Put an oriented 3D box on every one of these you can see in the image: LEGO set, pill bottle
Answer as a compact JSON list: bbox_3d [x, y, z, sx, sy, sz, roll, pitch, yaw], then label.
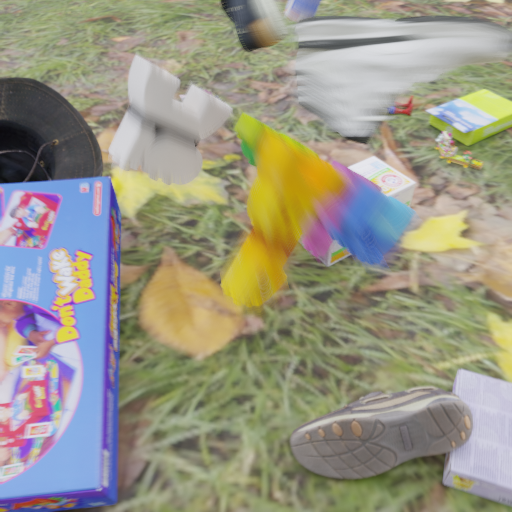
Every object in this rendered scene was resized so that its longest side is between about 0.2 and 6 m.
[{"bbox_3d":[0.229,-0.334,5.505,3.602,1.478,1.374,15,21,-47],"label":"LEGO set"},{"bbox_3d":[4.173,-2.233,11.649,0.566,0.458,1.230,-17,45,-18],"label":"LEGO set"},{"bbox_3d":[0.942,-4.775,10.171,0.552,0.984,0.552,16,39,-14],"label":"pill bottle"}]

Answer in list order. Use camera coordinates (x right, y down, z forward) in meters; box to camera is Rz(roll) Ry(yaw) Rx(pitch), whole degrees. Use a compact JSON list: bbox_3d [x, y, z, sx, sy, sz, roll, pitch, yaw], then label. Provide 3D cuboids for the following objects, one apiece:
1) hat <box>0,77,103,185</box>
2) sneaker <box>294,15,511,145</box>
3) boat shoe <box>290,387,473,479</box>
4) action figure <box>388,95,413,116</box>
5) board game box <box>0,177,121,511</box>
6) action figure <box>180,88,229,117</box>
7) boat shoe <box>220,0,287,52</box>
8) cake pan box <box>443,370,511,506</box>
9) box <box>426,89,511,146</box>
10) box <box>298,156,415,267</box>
[{"bbox_3d":[-4.409,-1.227,9.737,3.879,1.565,3.879,1,61,-2],"label":"hat"},{"bbox_3d":[1.595,-1.949,6.360,2.362,1.359,0.891,4,15,10],"label":"sneaker"},{"bbox_3d":[1.480,2.105,6.797,2.141,0.798,0.785,-11,7,5],"label":"boat shoe"},{"bbox_3d":[2.732,-3.847,13.119,1.878,0.929,0.613,6,42,10],"label":"action figure"},{"bbox_3d":[-3.205,0.972,7.017,2.815,0.937,4.186,-4,58,-5],"label":"board game box"},{"bbox_3d":[-1.512,-3.142,12.641,1.417,1.055,0.949,-47,24,-19],"label":"action figure"},{"bbox_3d":[-0.168,-3.243,6.914,0.602,0.721,1.933,-27,59,17],"label":"boat shoe"},{"bbox_3d":[3.117,2.229,6.843,1.464,0.416,1.590,14,45,12],"label":"cake pan box"},{"bbox_3d":[4.878,-3.119,12.602,1.958,0.467,1.194,-24,48,-24],"label":"box"},{"bbox_3d":[1.662,-0.811,9.716,1.919,0.973,1.080,-26,49,-26],"label":"box"}]
